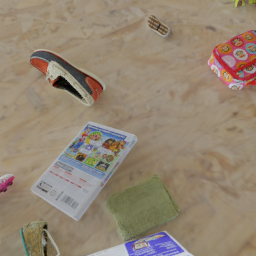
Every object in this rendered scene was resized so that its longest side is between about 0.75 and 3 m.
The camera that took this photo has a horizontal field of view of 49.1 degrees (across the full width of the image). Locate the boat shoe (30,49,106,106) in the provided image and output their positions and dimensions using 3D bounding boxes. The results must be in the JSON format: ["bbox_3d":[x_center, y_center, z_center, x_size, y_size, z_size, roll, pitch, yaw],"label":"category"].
[{"bbox_3d":[-2.028,-1.579,8.717,2.704,0.962,0.846,29,65,11],"label":"boat shoe"}]

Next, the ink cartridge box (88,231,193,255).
[{"bbox_3d":[0.062,2.702,5.431,2.095,2.115,0.459,-14,82,-8],"label":"ink cartridge box"}]

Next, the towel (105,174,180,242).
[{"bbox_3d":[0.368,1.932,6.860,1.608,0.293,1.193,-23,66,-18],"label":"towel"}]

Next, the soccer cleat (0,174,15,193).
[{"bbox_3d":[-3.558,1.567,6.894,1.512,0.528,0.653,-43,85,-14],"label":"soccer cleat"}]

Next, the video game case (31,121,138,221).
[{"bbox_3d":[-1.114,0.931,7.182,1.777,0.224,2.481,16,57,38],"label":"video game case"}]

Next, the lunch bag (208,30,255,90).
[{"bbox_3d":[3.886,-2.124,9.110,2.071,0.849,1.825,-27,67,-15],"label":"lunch bag"}]

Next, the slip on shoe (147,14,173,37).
[{"bbox_3d":[1.182,-3.742,10.322,0.387,0.485,1.276,5,35,-47],"label":"slip on shoe"}]

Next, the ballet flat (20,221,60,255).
[{"bbox_3d":[-1.774,3.028,6.037,0.765,0.765,2.165,-19,59,-11],"label":"ballet flat"}]

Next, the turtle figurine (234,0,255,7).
[{"bbox_3d":[4.985,-5.190,11.056,1.486,0.593,1.843,0,67,9],"label":"turtle figurine"}]
